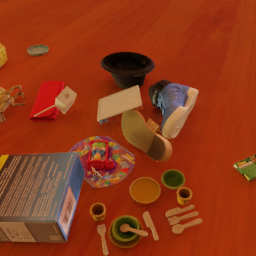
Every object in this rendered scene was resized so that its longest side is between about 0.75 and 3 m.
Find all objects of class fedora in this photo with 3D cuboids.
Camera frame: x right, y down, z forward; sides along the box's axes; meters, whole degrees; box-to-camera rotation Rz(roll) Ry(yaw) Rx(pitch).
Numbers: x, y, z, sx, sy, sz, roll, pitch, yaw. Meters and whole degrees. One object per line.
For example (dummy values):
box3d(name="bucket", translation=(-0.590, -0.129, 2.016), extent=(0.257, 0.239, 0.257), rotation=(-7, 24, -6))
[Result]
box3d(name="fedora", translation=(-0.031, -2.330, 11.756), extent=(2.376, 1.085, 2.376), rotation=(-1, 35, 1))

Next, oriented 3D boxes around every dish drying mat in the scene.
box3d(name="dish drying mat", translation=(-3.154, -1.151, 11.092), extent=(0.973, 0.231, 2.535), rotation=(-2, 41, -1))

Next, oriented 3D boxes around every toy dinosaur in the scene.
box3d(name="toy dinosaur", translation=(-4.723, -1.260, 10.865), extent=(1.252, 0.721, 2.477), rotation=(-16, 44, -15))

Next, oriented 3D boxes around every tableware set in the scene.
box3d(name="tableware set", translation=(0.403, 1.972, 7.195), extent=(2.711, 0.416, 1.826), rotation=(-14, 44, -10))

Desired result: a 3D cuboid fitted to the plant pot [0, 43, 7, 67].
box3d(name="plant pot", translation=(-6.389, -3.395, 12.994), extent=(1.236, 1.208, 1.201), rotation=(8, 41, 1))

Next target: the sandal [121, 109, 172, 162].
box3d(name="sandal", translation=(0.734, 0.281, 9.097), extent=(0.910, 1.014, 2.766), rotation=(14, 19, -34))

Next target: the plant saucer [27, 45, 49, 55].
box3d(name="plant saucer", translation=(-4.628, -3.997, 14.426), extent=(1.087, 0.149, 1.087), rotation=(1, 41, -1))

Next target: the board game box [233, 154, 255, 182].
box3d(name="board game box", translation=(3.974, 1.129, 8.552), extent=(1.326, 0.156, 0.695), rotation=(-17, 46, -19))

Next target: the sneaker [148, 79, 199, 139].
box3d(name="sneaker", translation=(1.322, -0.800, 9.953), extent=(1.657, 1.143, 2.978), rotation=(23, 42, 16))

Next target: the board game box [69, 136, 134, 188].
box3d(name="board game box", translation=(-0.863, 0.826, 8.684), extent=(1.717, 0.423, 2.173), rotation=(-33, 51, -32))

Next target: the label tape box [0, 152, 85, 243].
box3d(name="label tape box", translation=(-2.810, 1.703, 7.202), extent=(2.948, 0.933, 2.126), rotation=(-2, 40, 9))

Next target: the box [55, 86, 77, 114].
box3d(name="box", translation=(-2.259, -0.995, 10.114), extent=(0.474, 0.973, 0.605), rotation=(39, 69, -5))

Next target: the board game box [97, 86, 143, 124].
box3d(name="board game box", translation=(-0.306, -0.873, 10.231), extent=(1.646, 0.213, 1.646), rotation=(-20, 31, 9))
